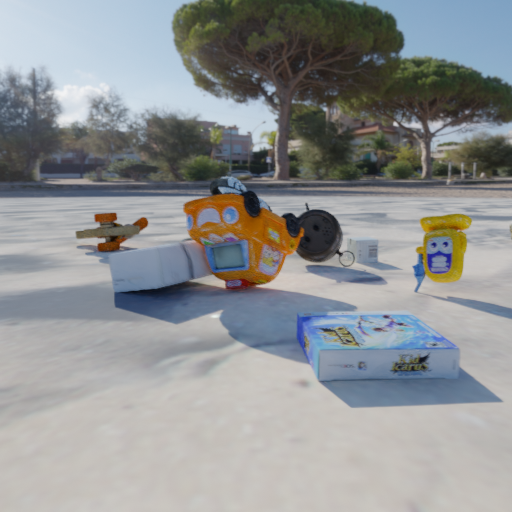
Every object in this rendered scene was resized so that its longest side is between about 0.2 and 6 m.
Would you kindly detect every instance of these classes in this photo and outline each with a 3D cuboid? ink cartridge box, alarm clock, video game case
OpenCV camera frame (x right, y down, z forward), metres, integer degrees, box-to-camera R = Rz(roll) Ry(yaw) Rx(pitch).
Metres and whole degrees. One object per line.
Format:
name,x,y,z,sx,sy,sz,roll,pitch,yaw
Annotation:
ink cartridge box,-1.229,0.113,7.691,0.933,0.539,1.277,-8,2,33
alarm clock,1.145,-0.275,9.705,1.340,0.904,0.446,38,-1,13
video game case,0.946,0.720,4.711,1.075,0.269,1.186,-1,8,-4

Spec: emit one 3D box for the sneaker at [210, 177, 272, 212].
sneaker,-0.889,-1.734,18.064,1.423,1.045,3.144,-15,35,-31

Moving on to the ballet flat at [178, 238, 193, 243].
ballet flat,-0.737,-0.205,10.499,1.697,0.572,0.529,-3,2,-25

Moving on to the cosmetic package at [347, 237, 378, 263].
cosmetic package,1.941,-0.113,10.238,0.427,0.426,0.517,-2,7,-10

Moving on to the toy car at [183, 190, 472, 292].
toy car,0.865,-0.112,7.205,3.583,1.192,1.757,0,-15,20

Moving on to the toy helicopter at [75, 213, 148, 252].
toy helicopter,-3.278,-0.538,12.367,1.976,0.779,1.307,-1,6,43

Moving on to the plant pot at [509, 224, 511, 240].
plant pot,6.341,-0.580,13.195,0.619,0.677,0.677,-9,5,17
